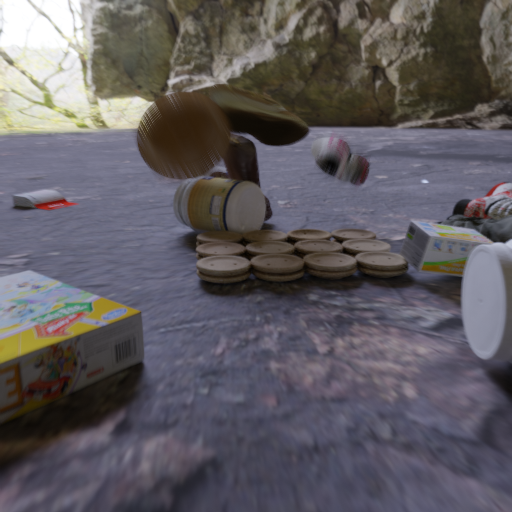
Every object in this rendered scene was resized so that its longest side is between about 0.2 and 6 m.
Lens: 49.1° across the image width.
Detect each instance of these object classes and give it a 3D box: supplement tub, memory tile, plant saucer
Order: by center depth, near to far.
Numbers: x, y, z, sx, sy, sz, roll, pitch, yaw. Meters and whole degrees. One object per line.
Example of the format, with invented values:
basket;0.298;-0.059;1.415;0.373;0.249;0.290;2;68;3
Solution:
supplement tub;2.908;0.429;5.095;1.723;1.249;1.249;0;16;1
plant saucer;-0.797;-1.337;6.033;1.028;1.028;0.182;0;-11;1
memory tile;0.590;-0.042;8.597;3.037;0.255;2.328;-2;16;-7
supplement tub;-0.675;-0.880;10.096;1.453;1.049;1.049;12;20;34
supplement tub;-0.803;-1.673;13.288;0.850;0.850;1.289;-12;19;-36

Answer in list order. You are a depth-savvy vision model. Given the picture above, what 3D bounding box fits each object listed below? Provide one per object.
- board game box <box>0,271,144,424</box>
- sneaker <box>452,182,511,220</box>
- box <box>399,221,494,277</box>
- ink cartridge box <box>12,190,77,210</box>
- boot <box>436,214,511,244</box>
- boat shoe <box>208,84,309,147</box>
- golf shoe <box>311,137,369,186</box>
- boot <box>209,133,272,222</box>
board game box;-2.804;0.898;4.768;2.051;0.522;3.051;13;20;37
sneaker;4.821;-0.838;10.558;2.267;0.757;1.215;-17;24;-37
box;2.657;-0.083;7.782;1.060;0.537;0.596;6;23;-17
ink cartridge box;-4.914;-1.319;13.107;1.173;0.335;0.954;4;16;29
boot;3.499;-0.143;8.037;1.949;1.010;2.984;2;8;26
boat shoe;0.086;-2.564;10.070;0.837;0.751;2.262;-30;-24;37
golf shoe;1.516;-2.029;11.336;0.843;0.665;1.832;10;22;-28
boot;-0.511;-1.756;10.939;1.888;2.025;0.651;33;71;31
